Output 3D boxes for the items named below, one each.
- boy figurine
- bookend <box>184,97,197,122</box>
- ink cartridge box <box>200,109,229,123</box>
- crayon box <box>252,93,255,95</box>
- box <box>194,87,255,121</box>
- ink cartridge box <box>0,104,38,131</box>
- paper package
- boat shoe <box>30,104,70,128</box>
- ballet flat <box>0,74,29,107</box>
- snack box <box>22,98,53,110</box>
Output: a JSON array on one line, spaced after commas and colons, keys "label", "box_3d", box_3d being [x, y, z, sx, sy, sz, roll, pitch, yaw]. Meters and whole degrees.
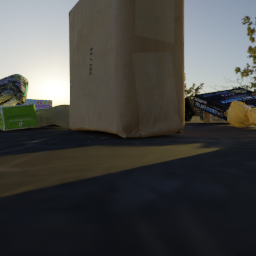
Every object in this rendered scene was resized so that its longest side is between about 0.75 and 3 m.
[{"label": "boy figurine", "box_3d": [3.747, -0.346, 7.180, 1.473, 0.763, 2.369, -6, 8, -40]}, {"label": "bookend", "box_3d": [2.648, -0.645, 13.540, 0.553, 1.192, 1.200, 3, 48, 46]}, {"label": "ink cartridge box", "box_3d": [4.121, -0.586, 12.117, 1.861, 0.699, 1.533, 3, 5, 9]}, {"label": "crayon box", "box_3d": [3.463, -0.188, 3.845, 2.851, 0.724, 1.810, 0, 3, -14]}, {"label": "box", "box_3d": [4.199, -0.895, 10.606, 2.458, 0.611, 2.439, -10, 22, -20]}, {"label": "ink cartridge box", "box_3d": [-2.978, -0.213, 6.520, 1.455, 0.551, 1.075, -10, 8, -28]}, {"label": "paper package", "box_3d": [-0.187, -1.228, 5.453, 1.387, 2.682, 2.556, -1, 2, -29]}, {"label": "boat shoe", "box_3d": [-1.862, -0.312, 7.567, 1.759, 0.639, 0.552, -4, 5, 8]}, {"label": "ballet flat", "box_3d": [-3.916, -0.564, 7.531, 2.762, 0.993, 0.993, -21, -1, 10]}, {"label": "snack box", "box_3d": [-4.672, -0.678, 11.167, 2.496, 1.002, 2.960, -1, 4, -36]}]
